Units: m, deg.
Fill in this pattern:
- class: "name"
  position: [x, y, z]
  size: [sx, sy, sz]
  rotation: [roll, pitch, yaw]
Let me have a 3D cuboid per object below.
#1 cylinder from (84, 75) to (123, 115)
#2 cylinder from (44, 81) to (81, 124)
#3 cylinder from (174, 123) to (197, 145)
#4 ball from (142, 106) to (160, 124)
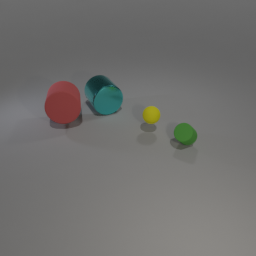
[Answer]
- class: "cylinder"
  position: [-1.119, -1.516, 12.714]
  size: [1.400, 1.400, 1.400]
  rotation: [-13, 34, -20]
- class: "cylinder"
  position: [-2.663, -1.079, 11.556]
  size: [1.400, 1.400, 1.400]
  rotation: [-5, 27, -8]
- class: "cylinder"
  position: [2.106, 0.229, 10.221]
  size: [0.700, 0.700, 0.700]
  rotation: [22, -4, 30]
- class: "ball"
  position: [0.914, -0.505, 10.937]
  size: [0.700, 0.700, 0.700]
  rotation: [0, 32, 0]
